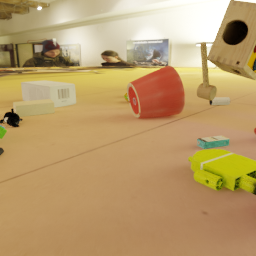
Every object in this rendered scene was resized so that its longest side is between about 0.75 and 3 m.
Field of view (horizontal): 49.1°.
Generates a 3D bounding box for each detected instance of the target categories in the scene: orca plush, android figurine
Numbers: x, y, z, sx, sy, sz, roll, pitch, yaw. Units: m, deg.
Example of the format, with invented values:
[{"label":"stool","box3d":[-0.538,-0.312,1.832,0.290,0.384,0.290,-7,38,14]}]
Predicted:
[{"label":"orca plush","box3d":[-4.006,-0.404,9.512,0.737,0.498,1.402,-4,16,-15]},{"label":"android figurine","box3d":[1.920,0.792,5.456,1.481,0.334,1.627,-12,20,-36]}]

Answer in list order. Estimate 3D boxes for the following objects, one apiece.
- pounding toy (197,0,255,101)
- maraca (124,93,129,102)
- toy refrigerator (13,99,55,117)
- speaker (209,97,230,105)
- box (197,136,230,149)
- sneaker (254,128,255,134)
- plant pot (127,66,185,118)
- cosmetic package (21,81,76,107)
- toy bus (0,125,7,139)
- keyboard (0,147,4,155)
[{"label":"pounding toy","box3d":[2.301,-1.502,5.982,0.958,2.095,1.840,27,13,33]},{"label":"maraca","box3d":[0.134,-1.465,13.405,0.655,0.511,0.955,7,18,-6]},{"label":"toy refrigerator","box3d":[-3.646,-0.766,10.891,1.440,0.504,0.547,-10,25,-31]},{"label":"speaker","box3d":[4.182,-1.223,12.797,0.875,0.355,0.355,-3,15,-7]},{"label":"box","box3d":[2.214,0.366,7.272,0.788,0.194,0.324,-6,16,-20]},{"label":"sneaker","box3d":[4.014,0.168,7.795,0.975,0.379,0.400,13,14,12]},{"label":"plant pot","box3d":[0.947,-1.200,10.329,1.655,1.870,1.870,-16,19,-14]},{"label":"cosmetic package","box3d":[-3.797,-1.661,13.247,1.380,1.005,2.715,-14,19,-42]},{"label":"toy bus","box3d":[-4.416,-0.054,7.116,1.961,1.074,2.078,28,-8,11]},{"label":"keyboard","box3d":[-3.522,0.729,5.887,1.147,0.245,1.910,-1,14,-3]}]
